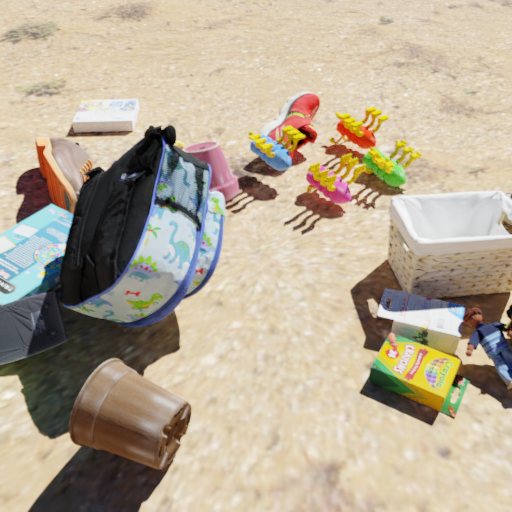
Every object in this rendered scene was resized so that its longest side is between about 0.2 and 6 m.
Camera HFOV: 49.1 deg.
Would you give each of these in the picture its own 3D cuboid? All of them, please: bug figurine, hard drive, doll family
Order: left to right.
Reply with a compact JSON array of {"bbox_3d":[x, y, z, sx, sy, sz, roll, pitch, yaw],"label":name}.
[{"bbox_3d":[-3.745,1.185,8.917,1.388,0.294,0.936,-18,76,-6],"label":"hard drive"},{"bbox_3d":[1.852,-2.398,13.339,3.992,1.027,3.096,-18,47,-29],"label":"bug figurine"},{"bbox_3d":[4.282,1.128,8.798,2.287,0.897,1.322,-14,64,-29],"label":"doll family"}]

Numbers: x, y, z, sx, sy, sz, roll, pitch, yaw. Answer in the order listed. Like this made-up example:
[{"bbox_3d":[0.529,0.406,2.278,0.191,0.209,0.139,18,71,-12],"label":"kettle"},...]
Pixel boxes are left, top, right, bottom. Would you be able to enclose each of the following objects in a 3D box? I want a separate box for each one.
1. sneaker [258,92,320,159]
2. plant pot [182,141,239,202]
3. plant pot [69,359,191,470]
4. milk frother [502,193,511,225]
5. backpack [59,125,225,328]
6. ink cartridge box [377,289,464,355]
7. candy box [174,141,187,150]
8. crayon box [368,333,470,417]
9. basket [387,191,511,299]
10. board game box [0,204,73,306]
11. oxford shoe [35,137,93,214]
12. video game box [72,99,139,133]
[{"bbox_3d":[1.120,-3.270,14.497,1.161,1.053,2.735,16,51,26],"label":"sneaker"},{"bbox_3d":[-1.063,-1.775,11.836,1.243,1.113,1.243,-9,24,4],"label":"plant pot"},{"bbox_3d":[-1.580,2.137,7.348,1.199,1.211,1.211,19,42,16],"label":"plant pot"},{"bbox_3d":[5.761,-0.921,11.837,1.028,0.927,0.967,25,12,-49],"label":"milk frother"},{"bbox_3d":[-1.815,-0.225,9.249,2.536,2.037,2.772,-22,49,41],"label":"backpack"},{"bbox_3d":[2.716,1.070,9.351,1.332,0.452,0.767,14,41,16],"label":"ink cartridge box"},{"bbox_3d":[-1.759,-2.122,13.416,1.008,0.488,1.728,-30,45,-29],"label":"candy box"},{"bbox_3d":[2.510,1.786,8.532,1.360,0.345,0.863,20,42,23],"label":"crayon box"},{"bbox_3d":[3.612,-0.194,10.222,2.246,1.386,1.523,-3,38,-6],"label":"basket"},{"bbox_3d":[-4.130,0.101,10.466,1.854,0.576,2.456,23,45,27],"label":"board game box"},{"bbox_3d":[-4.232,-1.987,12.788,1.156,1.131,3.171,-12,39,-24],"label":"oxford shoe"},{"bbox_3d":[-4.241,-3.995,15.912,1.654,0.387,1.507,-2,40,-2],"label":"video game box"}]
